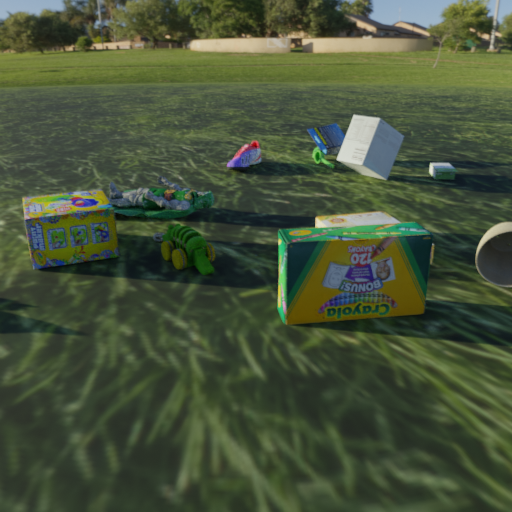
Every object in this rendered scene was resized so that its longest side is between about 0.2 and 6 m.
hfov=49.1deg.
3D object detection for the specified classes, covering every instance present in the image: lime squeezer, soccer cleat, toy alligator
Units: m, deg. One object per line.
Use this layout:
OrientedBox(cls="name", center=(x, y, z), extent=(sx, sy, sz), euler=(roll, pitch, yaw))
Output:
OrientedBox(cls="lime squeezer", center=(2.087, -3.016, 17.197), extent=(0.770, 0.411, 2.179), euler=(27, 25, 1))
OrientedBox(cls="soccer cleat", center=(-0.363, -2.912, 16.413), extent=(0.612, 0.657, 1.795), euler=(10, 23, 23))
OrientedBox(cls="toy alligator", center=(-1.333, -0.287, 9.793), extent=(0.667, 0.610, 2.249), euler=(-13, 25, -29))

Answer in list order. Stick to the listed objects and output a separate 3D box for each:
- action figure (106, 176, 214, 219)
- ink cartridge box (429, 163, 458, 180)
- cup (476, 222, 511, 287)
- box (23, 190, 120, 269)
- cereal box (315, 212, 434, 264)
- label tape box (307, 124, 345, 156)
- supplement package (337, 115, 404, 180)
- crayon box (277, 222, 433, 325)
OrientedBox(cls="action figure", center=(-2.103, -1.237, 12.114), extent=(2.549, 0.697, 1.505), euler=(3, 31, 15))
OrientedBox(cls="ink cartridge box", center=(5.110, -2.281, 15.295), extent=(0.527, 0.301, 1.016), euler=(1, 21, 3))
OrientedBox(cls="cup", center=(3.892, -0.128, 8.630), extent=(0.998, 0.998, 0.714), euler=(5, 34, 13))
OrientedBox(cls="box", center=(-3.316, -0.513, 9.974), extent=(1.436, 0.910, 1.491), euler=(-10, 23, -21))
OrientedBox(cls="cereal box", center=(2.063, -0.313, 10.140), extent=(1.461, 0.401, 2.031), euler=(-4, 22, -11))
OrientedBox(cls="label tape box", center=(2.166, -3.563, 17.287), extent=(1.198, 0.379, 0.864), euler=(-18, 68, -29))
OrientedBox(cls="supplement package", center=(3.042, -2.878, 14.916), extent=(1.220, 1.276, 0.938), euler=(19, 3, -43))
OrientedBox(cls="crayon box", center=(1.317, 0.226, 7.691), extent=(2.017, 1.198, 0.587), euler=(-4, 22, -8))
